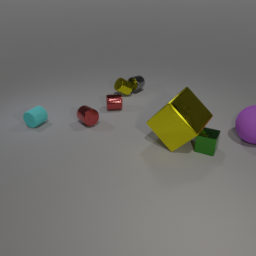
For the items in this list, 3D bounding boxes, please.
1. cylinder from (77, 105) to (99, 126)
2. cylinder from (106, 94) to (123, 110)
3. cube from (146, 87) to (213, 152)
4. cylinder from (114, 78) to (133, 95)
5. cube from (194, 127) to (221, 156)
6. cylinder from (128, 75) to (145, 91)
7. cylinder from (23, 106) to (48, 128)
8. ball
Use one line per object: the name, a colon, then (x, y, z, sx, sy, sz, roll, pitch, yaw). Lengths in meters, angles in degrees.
cylinder: (-1.653, -0.517, 11.517, 0.700, 0.700, 0.700, -18, 27, -30)
cylinder: (-0.633, -1.187, 12.832, 0.700, 0.700, 0.700, -3, 29, -7)
cube: (1.798, -0.302, 9.781, 1.400, 1.400, 1.400, 49, 48, 1)
cylinder: (-0.231, -2.097, 14.160, 0.700, 0.700, 0.700, 21, 14, -36)
cube: (2.782, 0.460, 9.839, 0.700, 0.700, 0.700, 14, 32, 24)
cylinder: (0.420, -2.360, 14.677, 0.700, 0.700, 0.700, 17, 25, 29)
cylinder: (-3.794, -0.466, 11.498, 0.700, 0.700, 0.700, 14, 32, 23)
ball: (4.619, -0.128, 10.116, 1.400, 1.400, 1.400, 0, 29, 0)
